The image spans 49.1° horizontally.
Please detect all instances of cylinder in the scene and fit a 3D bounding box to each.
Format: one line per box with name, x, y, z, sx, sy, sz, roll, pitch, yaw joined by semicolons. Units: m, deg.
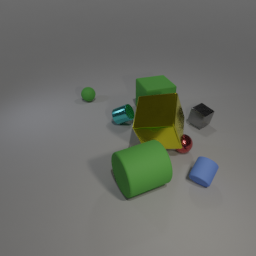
cylinder;0.394;1.207;8.449;1.400;1.400;1.400;-17;36;-20
cylinder;2.363;1.361;8.748;0.700;0.700;0.700;22;70;30
cylinder;-0.201;-0.579;11.798;0.700;0.700;0.700;-18;22;31

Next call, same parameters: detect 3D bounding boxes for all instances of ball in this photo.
ball;-1.938;-1.654;13.683;0.700;0.700;0.700;0;33;0
ball;2.006;0.568;10.215;0.700;0.700;0.700;0;33;0

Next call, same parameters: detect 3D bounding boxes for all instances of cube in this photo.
cube;1.115;-0.203;9.736;1.400;1.400;1.400;-3;54;21
cube;3.044;-0.504;11.716;0.700;0.700;0.700;-25;52;-33
cube;1.221;-1.436;12.684;1.400;1.400;1.400;-10;33;-15
